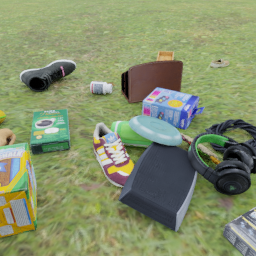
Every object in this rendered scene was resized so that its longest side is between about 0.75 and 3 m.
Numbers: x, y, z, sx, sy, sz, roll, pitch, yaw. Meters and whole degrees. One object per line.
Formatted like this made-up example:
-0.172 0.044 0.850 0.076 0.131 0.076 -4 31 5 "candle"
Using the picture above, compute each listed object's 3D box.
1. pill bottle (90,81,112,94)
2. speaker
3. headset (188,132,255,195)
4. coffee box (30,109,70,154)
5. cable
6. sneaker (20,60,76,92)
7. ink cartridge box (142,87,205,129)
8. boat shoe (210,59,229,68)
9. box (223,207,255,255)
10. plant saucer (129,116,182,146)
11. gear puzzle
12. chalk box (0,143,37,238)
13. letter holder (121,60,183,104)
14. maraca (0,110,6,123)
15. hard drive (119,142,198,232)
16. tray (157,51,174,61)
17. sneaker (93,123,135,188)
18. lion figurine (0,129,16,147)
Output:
-1.225 -1.837 12.882 0.926 0.554 0.554 6 34 9 "pill bottle"
0.398 0.233 9.483 1.905 0.843 0.843 6 34 9 "speaker"
3.138 1.006 7.784 2.916 1.370 1.801 34 44 17 "headset"
-2.759 0.055 10.065 1.319 0.472 2.145 -7 34 -12 "coffee box"
3.781 0.286 9.692 1.989 0.505 1.623 -7 34 -11 "cable"
-3.693 -2.470 13.553 2.786 0.985 1.382 -19 40 -18 "sneaker"
1.842 -0.774 11.040 2.184 0.834 1.490 17 37 21 "ink cartridge box"
5.247 -3.704 15.858 1.227 0.407 0.454 -14 36 -20 "boat shoe"
3.275 2.595 6.240 1.405 0.428 1.743 -17 37 -27 "box"
0.913 0.013 8.951 1.816 0.249 1.816 17 21 -6 "plant saucer"
2.394 0.752 8.986 0.903 0.228 1.743 21 14 -39 "gear puzzle"
-3.154 1.384 7.150 1.442 1.452 2.326 -8 35 -12 "chalk box"
1.030 -2.301 12.482 2.482 1.764 1.248 -10 35 -14 "letter holder"
-5.207 -0.423 10.720 1.121 0.600 0.768 2 11 20 "maraca"
1.016 1.333 7.707 1.783 0.560 2.644 26 38 9 "hard drive"
2.194 -4.056 16.464 0.938 0.352 1.902 6 34 8 "tray"
-0.449 0.769 8.418 0.899 1.080 2.398 -19 38 -26 "sneaker"
-4.790 0.248 9.520 2.860 1.036 1.752 21 29 6 "lion figurine"
